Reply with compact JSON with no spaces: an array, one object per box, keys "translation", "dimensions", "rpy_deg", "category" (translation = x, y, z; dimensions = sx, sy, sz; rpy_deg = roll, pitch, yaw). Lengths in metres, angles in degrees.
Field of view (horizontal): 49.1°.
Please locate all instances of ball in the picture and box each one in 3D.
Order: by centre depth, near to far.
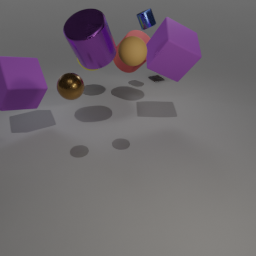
[{"translation":[0.113,-1.857,6.778],"dimensions":[0.700,0.700,0.700],"rpy_deg":[0,30,0],"category":"ball"},{"translation":[-1.475,-1.068,7.210],"dimensions":[0.700,0.700,0.700],"rpy_deg":[0,30,0],"category":"ball"},{"translation":[-1.698,-3.396,13.096],"dimensions":[1.400,1.400,1.400],"rpy_deg":[0,30,0],"category":"ball"}]

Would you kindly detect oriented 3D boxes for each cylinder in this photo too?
[{"translation":[-1.217,-2.911,9.260],"dimensions":[1.400,1.400,1.400],"rpy_deg":[-6,61,12],"category":"cylinder"},{"translation":[0.210,-3.355,12.409],"dimensions":[1.400,1.400,1.400],"rpy_deg":[-19,-4,-29],"category":"cylinder"},{"translation":[0.817,-4.824,12.424],"dimensions":[0.700,0.700,0.700],"rpy_deg":[-21,24,10],"category":"cylinder"}]

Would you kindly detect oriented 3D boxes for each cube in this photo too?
[{"translation":[1.609,-2.818,10.171],"dimensions":[1.400,1.400,1.400],"rpy_deg":[19,50,-22],"category":"cube"},{"translation":[-3.964,-1.598,10.191],"dimensions":[1.400,1.400,1.400],"rpy_deg":[-8,66,-39],"category":"cube"}]
